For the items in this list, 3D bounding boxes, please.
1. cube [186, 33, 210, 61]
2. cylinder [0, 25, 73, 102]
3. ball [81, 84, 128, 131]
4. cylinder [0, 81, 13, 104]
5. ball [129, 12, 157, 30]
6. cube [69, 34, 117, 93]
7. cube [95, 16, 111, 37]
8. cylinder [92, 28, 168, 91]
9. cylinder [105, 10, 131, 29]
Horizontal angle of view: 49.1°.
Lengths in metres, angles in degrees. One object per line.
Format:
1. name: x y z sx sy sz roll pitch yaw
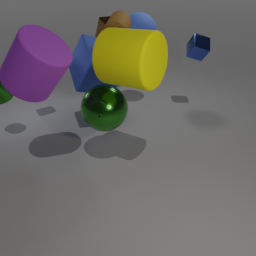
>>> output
1. cube: 2.819 -3.239 11.259 0.700 0.700 0.700 14 64 -12
2. cylinder: -2.342 -1.610 7.123 1.400 1.400 1.400 28 38 -24
3. ball: -0.699 -0.597 8.330 1.400 1.400 1.400 0 29 0
4. cylinder: -4.338 -1.274 9.433 0.700 0.700 0.700 -11 44 11
5. ball: 0.437 -3.839 11.125 1.400 1.400 1.400 0 29 0
6. cube: -1.096 -2.164 9.808 1.400 1.400 1.400 2 55 -36
7. cube: -0.588 -4.354 13.386 1.400 1.400 1.400 -20 59 -34
8. cylinder: 0.072 -1.720 6.949 1.400 1.400 1.400 15 32 29
9. cylinder: -0.314 -3.268 8.946 0.700 0.700 0.700 8 49 13
